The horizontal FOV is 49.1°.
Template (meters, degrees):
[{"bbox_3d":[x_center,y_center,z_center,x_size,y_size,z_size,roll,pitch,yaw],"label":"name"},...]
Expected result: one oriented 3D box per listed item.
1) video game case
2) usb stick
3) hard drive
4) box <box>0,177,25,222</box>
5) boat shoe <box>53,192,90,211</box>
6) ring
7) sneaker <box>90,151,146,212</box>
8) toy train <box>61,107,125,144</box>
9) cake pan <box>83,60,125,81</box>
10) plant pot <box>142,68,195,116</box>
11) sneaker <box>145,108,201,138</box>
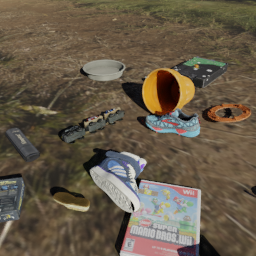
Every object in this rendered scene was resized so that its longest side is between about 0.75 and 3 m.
[{"bbox_3d":[0.937,2.352,7.147,1.745,0.213,2.441,7,33,11],"label":"video game case"},{"bbox_3d":[-3.722,0.550,9.810,0.569,0.335,2.052,-24,40,-31],"label":"usb stick"},{"bbox_3d":[3.858,-3.091,15.208,2.064,0.559,2.955,23,40,31],"label":"hard drive"},{"bbox_3d":[-3.689,1.982,7.537,1.592,0.406,1.255,-7,35,-9],"label":"box"},{"bbox_3d":[-1.516,2.009,7.476,0.993,0.329,0.367,16,38,6],"label":"boat shoe"},{"bbox_3d":[4.051,-0.658,11.244,1.633,0.157,1.633,-10,26,5],"label":"ring"},{"bbox_3d":[0.066,1.331,7.985,1.595,0.878,2.178,-27,31,-28],"label":"sneaker"},{"bbox_3d":[-1.263,-0.149,10.713,0.676,0.504,2.953,18,34,42],"label":"toy train"},{"bbox_3d":[-1.310,-3.192,15.482,2.320,0.426,2.320,0,33,0],"label":"cake pan"},{"bbox_3d":[1.881,-1.546,11.870,1.909,1.909,1.748,28,26,35],"label":"plant pot"},{"bbox_3d":[1.683,-0.360,10.582,2.117,1.011,0.840,9,34,13],"label":"sneaker"}]
